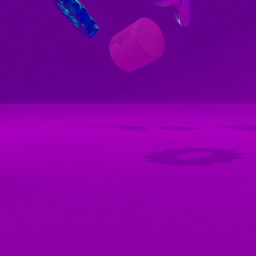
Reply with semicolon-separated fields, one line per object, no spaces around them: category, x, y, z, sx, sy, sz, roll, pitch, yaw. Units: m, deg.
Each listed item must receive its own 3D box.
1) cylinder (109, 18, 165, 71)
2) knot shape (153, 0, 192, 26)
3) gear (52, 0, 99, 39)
cylinder;0.233;-2.148;7.345;1.061;1.061;1.061;-5;-6;-41
knot shape;1.453;-3.479;7.163;0.873;1.768;1.889;19;-27;-30
gear;-1.390;-2.932;7.113;1.510;0.279;1.510;43;-2;2
